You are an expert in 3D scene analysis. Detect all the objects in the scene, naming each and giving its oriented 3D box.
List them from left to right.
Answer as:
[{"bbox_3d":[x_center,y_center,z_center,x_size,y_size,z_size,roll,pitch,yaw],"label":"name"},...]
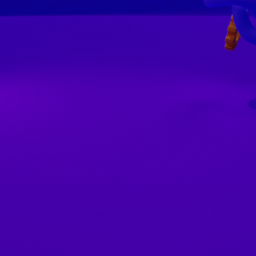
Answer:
[{"bbox_3d":[3.595,-3.316,9.312,0.264,1.427,1.427,21,30,24],"label":"gear"},{"bbox_3d":[2.735,-2.948,6.548,1.957,0.967,2.092,-1,61,-18],"label":"knot shape"}]
